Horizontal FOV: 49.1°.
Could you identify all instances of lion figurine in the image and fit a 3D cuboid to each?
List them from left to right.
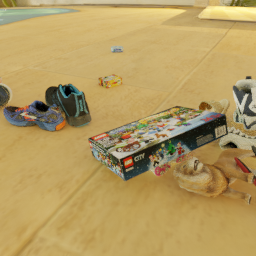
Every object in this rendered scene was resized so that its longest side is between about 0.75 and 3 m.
[{"bbox_3d":[2.261,0.947,6.451,1.538,0.910,2.511,12,15,41],"label":"lion figurine"}]

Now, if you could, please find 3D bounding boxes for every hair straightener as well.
[{"bbox_3d":[3.149,1.217,5.404,0.962,0.512,2.500,-42,40,15],"label":"hair straightener"}]

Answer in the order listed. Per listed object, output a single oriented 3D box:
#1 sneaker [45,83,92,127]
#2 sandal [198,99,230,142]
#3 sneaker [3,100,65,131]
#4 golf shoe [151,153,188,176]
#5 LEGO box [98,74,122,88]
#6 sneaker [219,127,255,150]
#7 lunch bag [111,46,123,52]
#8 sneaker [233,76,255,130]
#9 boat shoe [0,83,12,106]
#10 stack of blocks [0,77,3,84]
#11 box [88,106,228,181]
[{"bbox_3d":[-2.086,-1.084,9.626,1.023,1.144,2.794,-21,34,-31],"label":"sneaker"},{"bbox_3d":[2.558,-0.524,8.671,0.784,0.874,2.385,37,36,-5],"label":"sandal"},{"bbox_3d":[-2.996,-0.519,8.921,2.131,0.836,0.803,7,29,12],"label":"sneaker"},{"bbox_3d":[0.995,0.648,7.131,1.488,0.560,0.681,-24,35,-38],"label":"golf shoe"},{"bbox_3d":[-0.770,-2.039,12.186,0.839,0.324,0.625,-23,36,-35],"label":"LEGO box"},{"bbox_3d":[3.263,0.508,7.415,1.686,0.633,0.683,14,42,34],"label":"sneaker"},{"bbox_3d":[-0.674,-4.874,17.313,0.750,0.309,0.603,-5,28,-9],"label":"lunch bag"},{"bbox_3d":[3.630,-0.846,8.425,0.896,1.460,2.244,-4,11,19],"label":"sneaker"},{"bbox_3d":[-5.725,-1.202,9.991,2.921,1.094,0.903,9,18,-3],"label":"boat shoe"},{"bbox_3d":[-6.031,-1.929,11.959,1.197,0.351,0.690,-3,29,-6],"label":"stack of blocks"},{"bbox_3d":[0.695,0.214,7.065,2.928,0.552,2.000,-21,19,-22],"label":"box"}]
